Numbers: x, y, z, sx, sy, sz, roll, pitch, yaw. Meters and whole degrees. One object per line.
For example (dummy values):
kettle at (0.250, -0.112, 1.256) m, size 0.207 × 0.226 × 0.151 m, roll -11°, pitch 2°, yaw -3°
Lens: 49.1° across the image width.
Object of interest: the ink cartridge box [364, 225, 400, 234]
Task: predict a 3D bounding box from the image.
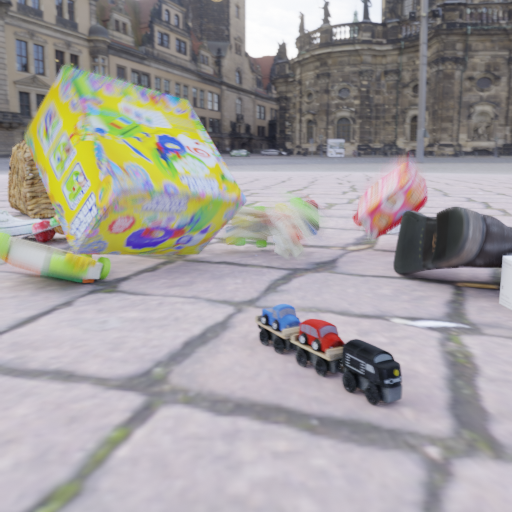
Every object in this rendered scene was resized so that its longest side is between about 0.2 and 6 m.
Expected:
ink cartridge box at (3.388, -0.880, 14.153) m, size 1.133 × 0.478 × 0.820 m, roll -10°, pitch 15°, yaw -42°

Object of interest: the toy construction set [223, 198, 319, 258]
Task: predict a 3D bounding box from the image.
toy construction set at (0.290, -0.611, 10.642) m, size 1.537 × 1.080 × 2.344 m, roll 2°, pitch 6°, yaw -34°

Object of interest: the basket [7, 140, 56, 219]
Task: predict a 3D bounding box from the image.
basket at (-5.841, -2.640, 17.759) m, size 3.609 × 2.576 × 2.689 m, roll -7°, pitch 14°, yaw -34°

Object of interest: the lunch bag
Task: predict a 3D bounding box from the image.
lunch bag at (2.603, -1.079, 11.220) m, size 1.557 × 0.724 × 1.767 m, roll -36°, pitch 11°, yaw 26°

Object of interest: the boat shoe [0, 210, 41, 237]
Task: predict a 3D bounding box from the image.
boat shoe at (-5.711, -0.732, 12.438) m, size 1.989 × 0.664 × 0.732 m, roll -11°, pitch 3°, yaw -37°

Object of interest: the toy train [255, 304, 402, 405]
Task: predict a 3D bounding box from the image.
toy train at (0.580, 0.828, 5.264) m, size 0.348 × 0.467 × 2.039 m, roll -6°, pitch 12°, yaw -31°

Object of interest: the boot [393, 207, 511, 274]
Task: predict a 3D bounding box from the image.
boot at (3.759, -0.005, 8.700) m, size 2.649 × 1.054 × 3.043 m, roll 10°, pitch -1°, yaw -8°

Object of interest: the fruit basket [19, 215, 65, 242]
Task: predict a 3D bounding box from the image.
fruit basket at (-4.474, -0.691, 12.392) m, size 1.539 × 0.721 × 1.426 m, roll -17°, pitch 6°, yaw -26°

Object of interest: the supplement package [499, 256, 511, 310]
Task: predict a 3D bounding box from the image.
supplement package at (3.722, 0.422, 6.845) m, size 0.938 × 0.668 × 1.205 m, roll -1°, pitch 10°, yaw -4°

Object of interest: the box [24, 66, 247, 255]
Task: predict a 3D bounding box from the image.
box at (-2.074, -1.517, 9.762) m, size 2.716 × 2.616 × 1.657 m, roll 1°, pitch -38°, yaw -49°

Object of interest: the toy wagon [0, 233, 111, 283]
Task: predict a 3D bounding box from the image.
toy wagon at (-3.079, 0.040, 8.406) m, size 1.708 × 0.436 × 2.202 m, roll 16°, pitch -1°, yaw -40°
